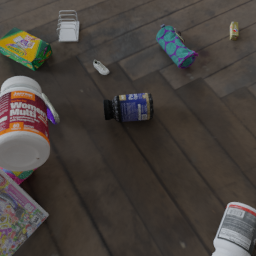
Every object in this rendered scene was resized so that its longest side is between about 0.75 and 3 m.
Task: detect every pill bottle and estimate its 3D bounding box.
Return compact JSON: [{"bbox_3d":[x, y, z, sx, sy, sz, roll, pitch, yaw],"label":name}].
[{"bbox_3d":[-2.956,-0.215,7.763,1.425,1.425,2.601,-13,48,-7],"label":"pill bottle"},{"bbox_3d":[0.003,-0.672,9.470,1.628,0.910,0.910,-5,61,-3],"label":"pill bottle"},{"bbox_3d":[2.871,2.930,7.473,0.960,0.960,1.657,26,65,13],"label":"pill bottle"}]

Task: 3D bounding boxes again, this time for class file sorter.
[{"bbox_3d":[-2.462,-4.199,11.517,0.782,0.702,1.127,-2,61,-1],"label":"file sorter"}]

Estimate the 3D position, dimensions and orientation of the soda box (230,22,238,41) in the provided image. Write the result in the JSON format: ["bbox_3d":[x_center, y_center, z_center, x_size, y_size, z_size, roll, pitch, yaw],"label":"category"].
[{"bbox_3d":[4.420,-4.038,11.664,0.264,0.280,0.826,9,61,5],"label":"soda box"}]

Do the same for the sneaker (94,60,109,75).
[{"bbox_3d":[-1.032,-2.320,10.717,0.755,0.304,0.288,35,65,16],"label":"sneaker"}]

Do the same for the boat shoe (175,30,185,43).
[{"bbox_3d":[2.029,-3.844,11.530,0.312,0.346,0.962,-35,61,-12],"label":"boat shoe"}]

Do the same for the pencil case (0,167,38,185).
[{"bbox_3d":[-3.885,1.535,8.174,1.133,1.133,2.564,36,68,18],"label":"pencil case"}]

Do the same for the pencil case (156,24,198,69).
[{"bbox_3d":[1.855,-3.170,10.890,0.861,0.793,1.864,-37,65,13],"label":"pencil case"}]

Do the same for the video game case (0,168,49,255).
[{"bbox_3d":[-3.874,2.714,7.274,2.109,0.265,2.945,49,65,-13],"label":"video game case"}]

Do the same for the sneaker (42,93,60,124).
[{"bbox_3d":[-2.859,-0.541,9.627,0.644,0.450,1.294,-34,67,-3],"label":"sneaker"}]

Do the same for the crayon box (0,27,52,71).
[{"bbox_3d":[-4.063,-3.121,11.008,1.849,0.539,1.098,28,65,14],"label":"crayon box"}]
